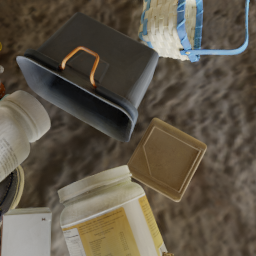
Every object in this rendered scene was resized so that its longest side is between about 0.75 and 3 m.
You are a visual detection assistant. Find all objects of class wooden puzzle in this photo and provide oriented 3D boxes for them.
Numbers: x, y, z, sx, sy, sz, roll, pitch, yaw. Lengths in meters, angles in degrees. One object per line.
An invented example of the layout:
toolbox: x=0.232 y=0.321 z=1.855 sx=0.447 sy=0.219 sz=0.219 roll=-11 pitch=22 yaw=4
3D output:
wooden puzzle: x=0.915 y=0.739 z=6.796 sx=1.494 sy=0.301 sz=1.615 roll=29 pitch=75 yaw=6

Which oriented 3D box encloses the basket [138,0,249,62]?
basket: x=1.597 y=-2.737 z=6.673 sx=2.454 sy=1.707 sz=2.164 roll=3 pitch=76 yaw=32

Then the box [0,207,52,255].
box: x=-2.030 y=2.285 z=5.672 sx=0.856 sy=1.609 sz=1.225 roll=2 pitch=77 yaw=-17

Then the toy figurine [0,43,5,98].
toy figurine: x=-4.076 y=-1.480 z=6.746 sx=2.059 sy=1.455 sz=2.092 roll=-15 pitch=76 yaw=-9

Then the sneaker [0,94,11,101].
sneaker: x=-3.527 y=-0.400 z=6.873 sx=0.961 sy=0.586 sz=1.473 roll=33 pitch=79 yaw=5

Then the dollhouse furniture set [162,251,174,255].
dollhouse furniture set: x=0.796 y=2.265 z=4.332 sx=0.729 sy=0.824 sz=0.458 roll=9 pitch=72 yaw=15

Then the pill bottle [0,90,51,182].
pill bottle: x=-2.952 y=0.375 z=5.849 sx=1.498 sy=1.498 sz=2.620 roll=35 pitch=52 yaw=7

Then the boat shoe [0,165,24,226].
boat shoe: x=-3.304 y=1.922 z=6.000 sx=1.030 sy=1.279 sz=2.757 roll=25 pitch=79 yaw=5

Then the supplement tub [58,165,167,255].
supplement tub: x=-0.287 y=2.201 z=5.657 sx=1.823 sy=1.823 sz=2.521 roll=-20 pitch=79 yaw=-4

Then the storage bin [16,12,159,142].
storage bin: x=-0.726 y=-1.359 z=6.485 sx=2.860 sy=2.082 sz=1.921 roll=28 pitch=69 yaw=6
